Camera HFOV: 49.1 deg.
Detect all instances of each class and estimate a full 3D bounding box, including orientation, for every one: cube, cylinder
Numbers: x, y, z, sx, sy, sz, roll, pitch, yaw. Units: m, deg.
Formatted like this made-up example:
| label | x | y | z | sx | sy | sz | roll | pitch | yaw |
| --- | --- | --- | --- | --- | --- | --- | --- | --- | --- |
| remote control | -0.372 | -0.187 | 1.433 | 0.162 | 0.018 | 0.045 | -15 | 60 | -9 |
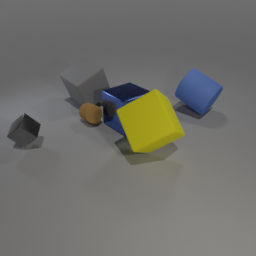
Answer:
| label | x | y | z | sx | sy | sz | roll | pitch | yaw |
| --- | --- | --- | --- | --- | --- | --- | --- | --- | --- |
| cube | -0.020 | -0.768 | 10.761 | 1.400 | 1.400 | 1.400 | -22 | 36 | -33 |
| cylinder | -1.455 | -0.580 | 10.884 | 0.700 | 0.700 | 0.700 | -18 | 23 | -28 |
| cylinder | 2.894 | -1.489 | 11.488 | 1.400 | 1.400 | 1.400 | 39 | 43 | 17 |
| cube | 0.730 | -0.146 | 8.661 | 1.400 | 1.400 | 1.400 | -27 | -16 | 17 |
| cube | -3.454 | 0.081 | 9.342 | 0.700 | 0.700 | 0.700 | -33 | 36 | 23 |
| cube | -1.807 | -1.924 | 12.097 | 1.400 | 1.400 | 1.400 | -40 | 51 | -18 |
